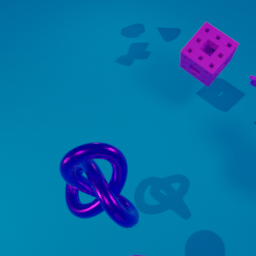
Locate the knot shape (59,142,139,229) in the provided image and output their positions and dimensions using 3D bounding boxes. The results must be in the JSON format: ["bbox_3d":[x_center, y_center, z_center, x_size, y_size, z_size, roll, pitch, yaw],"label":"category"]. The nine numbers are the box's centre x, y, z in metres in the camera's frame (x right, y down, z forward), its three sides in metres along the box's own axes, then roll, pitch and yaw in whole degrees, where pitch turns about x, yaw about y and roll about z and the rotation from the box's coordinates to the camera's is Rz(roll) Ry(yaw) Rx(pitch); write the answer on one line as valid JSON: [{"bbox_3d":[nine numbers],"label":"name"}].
[{"bbox_3d":[-0.580,0.964,4.609,0.738,1.495,1.598,-41,109,-41],"label":"knot shape"}]

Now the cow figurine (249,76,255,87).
[{"bbox_3d":[3.049,-0.403,5.904,1.443,0.805,1.467,24,99,-8],"label":"cow figurine"}]

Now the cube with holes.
[{"bbox_3d":[2.033,-1.850,7.194,0.975,0.975,0.975,40,89,13],"label":"cube with holes"}]
